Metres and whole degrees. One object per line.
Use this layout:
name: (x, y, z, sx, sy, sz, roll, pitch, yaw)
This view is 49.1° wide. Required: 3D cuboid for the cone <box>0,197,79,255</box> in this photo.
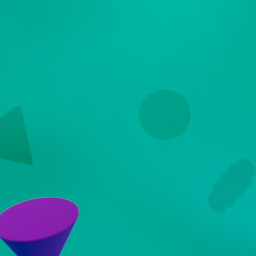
cone: (-1.198, 1.709, 3.885, 1.089, 1.089, 1.093, -1, 103, -1)
